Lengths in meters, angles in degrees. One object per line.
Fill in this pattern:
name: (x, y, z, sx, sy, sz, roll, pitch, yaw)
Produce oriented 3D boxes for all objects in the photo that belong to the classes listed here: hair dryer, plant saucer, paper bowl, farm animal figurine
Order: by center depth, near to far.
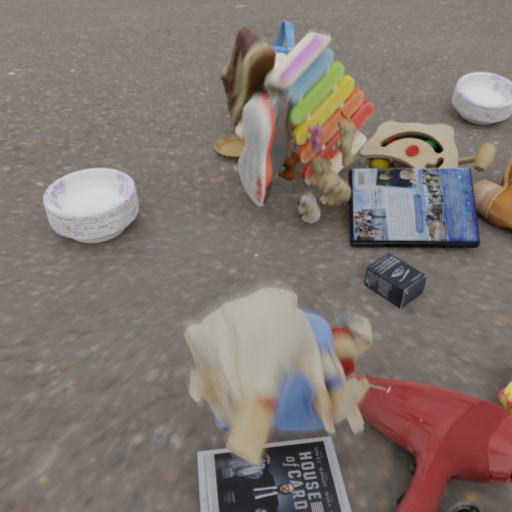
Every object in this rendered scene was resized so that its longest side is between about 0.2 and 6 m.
hair dryer: (1.919, 2.518, 6.198, 2.646, 0.944, 3.474, -14, 36, -9)
farm animal figurine: (1.322, -1.606, 10.408, 1.622, 1.604, 0.845, -26, -9, 31)
paper bowl: (-3.032, -0.873, 10.445, 1.657, 0.862, 1.657, 0, 39, 0)
plant saucer: (-0.463, -2.484, 12.967, 1.010, 0.179, 1.010, 0, 39, 0)
paper bowl: (5.706, -3.881, 14.085, 1.502, 0.781, 1.502, 1, 51, -1)

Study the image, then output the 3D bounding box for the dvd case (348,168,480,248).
dvd case: (2.882, -0.906, 10.410, 2.291, 0.201, 1.635, 1, 65, 6)

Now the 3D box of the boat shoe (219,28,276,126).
boat shoe: (-0.239, -3.338, 10.557, 0.830, 2.301, 0.828, -35, 80, -16)

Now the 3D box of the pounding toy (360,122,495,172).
pounding toy: (3.556, -1.784, 11.760, 2.525, 1.449, 1.444, 11, 68, 27)

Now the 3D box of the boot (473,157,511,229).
boot: (5.446, -1.163, 10.766, 2.333, 0.895, 1.811, -25, 44, -25)

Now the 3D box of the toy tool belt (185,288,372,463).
toy tool belt: (0.437, 1.427, 6.002, 2.494, 1.557, 1.533, 21, 46, -46)

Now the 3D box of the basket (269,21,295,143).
basket: (0.461, -3.955, 13.279, 1.788, 2.267, 2.571, 5, 51, -16)

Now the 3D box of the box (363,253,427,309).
box: (2.282, 0.402, 9.233, 0.598, 0.421, 0.808, -28, 47, -30)

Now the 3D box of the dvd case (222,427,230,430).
dvd case: (-0.034, 1.762, 7.775, 1.324, 0.164, 0.995, -17, 42, -19)

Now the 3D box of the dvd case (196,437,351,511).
dvd case: (0.191, 2.780, 6.492, 1.695, 0.210, 1.274, -5, 40, -6)

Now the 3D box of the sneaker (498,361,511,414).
sneaker: (3.517, 2.019, 7.158, 0.832, 0.720, 1.843, -1, 37, 34)

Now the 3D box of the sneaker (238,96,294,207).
sneaker: (0.303, -1.840, 10.111, 0.964, 2.354, 0.907, -24, 60, -22)

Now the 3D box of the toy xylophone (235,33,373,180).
toy xylophone: (0.990, -2.616, 10.787, 0.821, 3.268, 2.393, 40, 95, 32)
